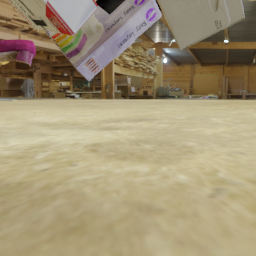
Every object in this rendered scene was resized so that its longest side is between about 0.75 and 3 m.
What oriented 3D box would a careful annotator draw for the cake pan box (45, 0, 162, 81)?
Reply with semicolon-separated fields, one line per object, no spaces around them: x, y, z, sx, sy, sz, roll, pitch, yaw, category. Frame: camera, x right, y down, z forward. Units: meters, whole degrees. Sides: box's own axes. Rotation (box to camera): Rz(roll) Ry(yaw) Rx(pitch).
-0.822;-3.145;8.278;2.691;2.922;0.764;52;5;35;cake pan box

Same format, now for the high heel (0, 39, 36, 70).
-4.446;-2.704;9.361;2.547;1.224;0.859;13;-36;-25;high heel

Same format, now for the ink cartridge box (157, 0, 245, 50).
1.095;-2.528;4.981;1.216;1.681;1.221;-25;-44;16;ink cartridge box

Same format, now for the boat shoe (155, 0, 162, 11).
1.567;-4.547;10.153;2.920;0.968;1.091;-11;-1;-34;boat shoe

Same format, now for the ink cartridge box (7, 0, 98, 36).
-2.121;-3.285;6.711;2.404;1.007;1.734;29;-13;46;ink cartridge box
